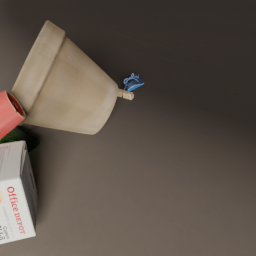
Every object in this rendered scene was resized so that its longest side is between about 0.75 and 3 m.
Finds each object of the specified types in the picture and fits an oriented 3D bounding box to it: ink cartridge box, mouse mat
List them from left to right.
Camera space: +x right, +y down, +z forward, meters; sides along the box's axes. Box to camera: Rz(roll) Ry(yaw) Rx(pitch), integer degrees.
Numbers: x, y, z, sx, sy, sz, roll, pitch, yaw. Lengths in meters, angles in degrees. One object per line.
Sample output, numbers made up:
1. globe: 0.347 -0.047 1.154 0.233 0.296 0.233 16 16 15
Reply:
1. ink cartridge box: -2.884 1.313 5.437 1.994 1.449 1.442 -10 28 -13
2. mouse mat: -3.916 0.484 7.641 2.572 0.097 2.069 25 49 32

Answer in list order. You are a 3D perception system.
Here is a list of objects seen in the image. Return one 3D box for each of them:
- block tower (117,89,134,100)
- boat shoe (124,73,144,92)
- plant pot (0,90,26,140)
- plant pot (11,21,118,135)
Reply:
1. block tower: -0.169 -1.223 10.042 0.757 0.204 0.219 17 39 20
2. boat shoe: 0.148 -1.634 9.999 0.624 0.509 1.483 -27 6 14
3. plant pot: -2.699 -0.274 5.816 0.866 0.979 0.979 -31 42 -3
4. plant pot: -1.709 -1.043 7.690 2.431 2.802 2.802 25 30 -23
